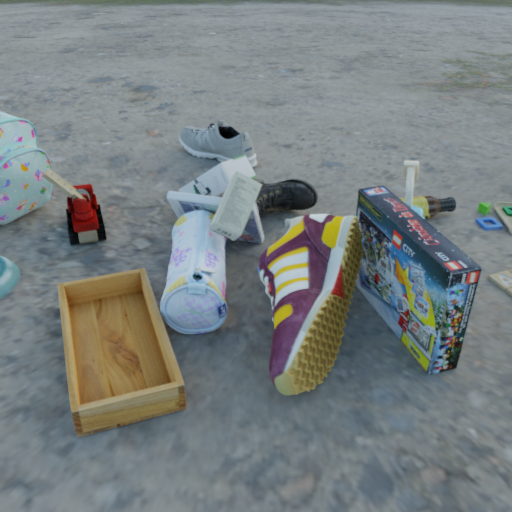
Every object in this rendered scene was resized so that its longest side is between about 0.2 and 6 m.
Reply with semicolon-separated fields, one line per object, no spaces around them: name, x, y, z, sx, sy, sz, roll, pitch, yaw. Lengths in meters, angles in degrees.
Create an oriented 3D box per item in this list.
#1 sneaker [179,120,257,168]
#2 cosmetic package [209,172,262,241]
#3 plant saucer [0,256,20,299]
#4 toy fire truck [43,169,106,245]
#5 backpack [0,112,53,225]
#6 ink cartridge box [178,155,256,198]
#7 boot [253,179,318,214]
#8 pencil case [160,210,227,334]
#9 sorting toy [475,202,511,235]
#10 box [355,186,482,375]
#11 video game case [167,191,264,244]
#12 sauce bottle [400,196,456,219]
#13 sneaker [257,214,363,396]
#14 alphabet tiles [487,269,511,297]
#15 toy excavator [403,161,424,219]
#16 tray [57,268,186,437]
sneaker;-0.935;-2.949;13.923;2.481;1.017;0.927;24;40;33
cosmetic package;-0.337;-0.795;9.026;0.497;0.420;0.962;27;72;-12
plant saucer;-4.888;0.392;9.417;1.694;0.232;1.694;1;32;0
toy fire truck;-3.421;-1.062;10.574;0.916;1.423;1.253;-9;34;-15
backpack;-5.083;-1.764;11.041;1.615;2.107;1.852;18;35;25
ink cartridge box;-0.780;-1.443;11.162;1.261;0.532;0.921;-26;5;37
boot;0.088;-0.971;11.038;1.944;0.673;1.692;6;27;23
pencil case;-0.956;0.188;8.952;0.972;1.061;2.339;-7;32;1
sorting toy;5.511;-0.811;11.237;2.165;0.295;1.219;3;32;4
box;2.187;0.259;8.236;0.470;1.703;2.493;-10;34;-15
video game case;-0.695;-0.671;10.111;1.563;1.424;0.180;8;69;11
sauce bottle;3.322;-0.970;11.326;1.465;0.474;0.474;-6;33;-10
sneaker;0.565;0.604;8.066;1.376;1.145;3.055;4;46;26
alphabet tiles;5.557;0.621;9.174;2.579;0.097;2.155;-13;34;-19
toy excavator;2.705;-0.791;9.936;0.726;1.454;1.413;6;35;16
tray;-1.978;1.202;7.893;1.357;0.510;2.752;-11;35;-17
